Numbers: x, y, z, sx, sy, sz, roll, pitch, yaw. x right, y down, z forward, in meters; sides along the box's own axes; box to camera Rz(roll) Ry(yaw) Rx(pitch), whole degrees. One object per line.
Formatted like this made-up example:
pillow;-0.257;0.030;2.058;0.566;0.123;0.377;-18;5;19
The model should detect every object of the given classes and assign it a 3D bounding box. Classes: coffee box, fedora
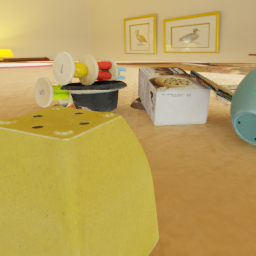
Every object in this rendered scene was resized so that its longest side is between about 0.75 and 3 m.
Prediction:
coffee box;1.328;-1.138;9.096;1.578;1.114;2.792;-2;25;-8
fedora;-1.127;-1.017;9.433;2.269;1.036;2.269;-4;13;1

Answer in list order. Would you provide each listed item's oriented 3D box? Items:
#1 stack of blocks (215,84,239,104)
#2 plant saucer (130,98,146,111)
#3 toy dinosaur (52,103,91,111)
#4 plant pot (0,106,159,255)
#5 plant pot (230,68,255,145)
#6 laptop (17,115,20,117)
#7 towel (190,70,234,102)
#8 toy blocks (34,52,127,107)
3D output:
stack of blocks;4.463;-1.264;11.039;1.216;0.618;2.111;-2;17;-7
plant saucer;1.014;-0.957;10.618;1.862;0.299;1.862;-1;17;0
toy dinosaur;-1.436;0.008;5.670;1.511;1.025;0.772;-4;29;19
plant pot;-0.641;0.634;2.822;1.532;1.567;1.522;8;18;27
plant pot;3.019;-0.312;6.212;1.220;1.811;1.811;-37;34;-29
laptop;-2.920;-0.131;6.725;1.169;0.724;1.249;9;44;36
towel;3.033;-0.900;8.213;2.364;0.256;1.734;22;20;-24
toy blocks;-1.593;-1.685;10.386;2.957;1.074;2.464;-7;-23;-49
